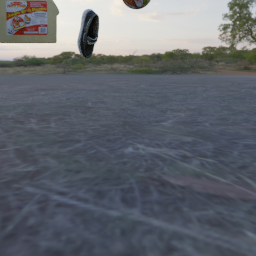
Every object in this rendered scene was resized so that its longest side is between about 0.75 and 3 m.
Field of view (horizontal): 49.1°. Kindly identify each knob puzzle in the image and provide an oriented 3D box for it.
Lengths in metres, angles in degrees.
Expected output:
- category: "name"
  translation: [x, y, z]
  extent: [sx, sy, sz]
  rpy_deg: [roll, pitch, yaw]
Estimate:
- category: "knob puzzle"
  translation: [-3.022, -3.486, 8.457]
  extent: [2.103, 2.103, 0.292]
  rpy_deg: [-1, -1, -4]

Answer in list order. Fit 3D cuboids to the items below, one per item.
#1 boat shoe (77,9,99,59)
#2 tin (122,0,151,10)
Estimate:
- category: "boat shoe"
  translation: [-1.414, -3.302, 10.130]
  extent: [0.657, 1.824, 0.647]
  rpy_deg: [-18, 45, -30]
- category: "tin"
  translation: [0.140, -4.048, 7.572]
  extent: [0.893, 1.595, 0.334]
  rpy_deg: [-10, 42, 13]
